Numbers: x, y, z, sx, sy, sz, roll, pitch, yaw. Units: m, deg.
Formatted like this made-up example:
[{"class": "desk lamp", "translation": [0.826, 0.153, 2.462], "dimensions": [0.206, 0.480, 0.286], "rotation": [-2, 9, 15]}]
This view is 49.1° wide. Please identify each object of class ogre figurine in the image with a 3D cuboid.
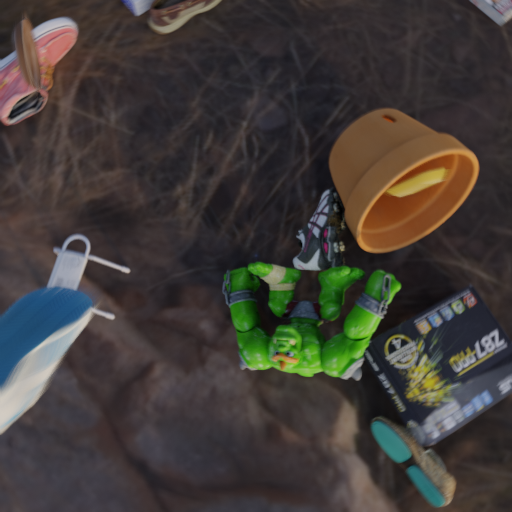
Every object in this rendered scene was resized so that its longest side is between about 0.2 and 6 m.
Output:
[{"class": "ogre figurine", "translation": [0.841, 1.152, 9.892], "dimensions": [3.175, 1.558, 1.904], "rotation": [4, 79, 7]}]

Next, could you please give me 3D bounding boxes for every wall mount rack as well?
[{"class": "wall mount rack", "translation": [-3.298, 0.501, 10.648], "dimensions": [1.436, 0.616, 1.652], "rotation": [12, 73, 7]}]

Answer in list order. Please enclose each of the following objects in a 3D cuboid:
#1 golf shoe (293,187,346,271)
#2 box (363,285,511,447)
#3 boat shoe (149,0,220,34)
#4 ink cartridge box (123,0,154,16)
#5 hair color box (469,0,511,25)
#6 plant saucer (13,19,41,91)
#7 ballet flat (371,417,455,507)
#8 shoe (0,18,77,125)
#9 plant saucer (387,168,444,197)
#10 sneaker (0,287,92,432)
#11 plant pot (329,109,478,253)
[{"class": "golf shoe", "translation": [1.206, -0.556, 10.646], "dimensions": [0.906, 0.794, 2.056], "rotation": [-12, 38, 24]}, {"class": "box", "translation": [3.384, 1.903, 9.990], "dimensions": [2.456, 0.603, 1.980], "rotation": [-24, 75, -19]}, {"class": "boat shoe", "translation": [-1.470, -5.927, 12.470], "dimensions": [2.311, 0.832, 0.834], "rotation": [-40, 77, -11]}, {"class": "ink cartridge box", "translation": [-2.218, -6.451, 12.837], "dimensions": [2.019, 0.446, 0.949], "rotation": [-37, 78, -11]}, {"class": "hair color box", "translation": [5.368, -5.743, 12.701], "dimensions": [0.473, 0.290, 0.955], "rotation": [-40, 76, -11]}, {"class": "plant saucer", "translation": [-3.812, -3.325, 9.317], "dimensions": [0.193, 1.123, 1.123], "rotation": [-6, 73, -8]}, {"class": "ballet flat", "translation": [2.757, 3.479, 9.787], "dimensions": [0.589, 0.636, 1.805], "rotation": [-29, 76, -37]}, {"class": "shoe", "translation": [-4.610, -3.872, 11.857], "dimensions": [2.486, 0.888, 1.131], "rotation": [-40, 78, -6]}, {"class": "plant saucer", "translation": [2.754, -1.223, 9.555], "dimensions": [0.791, 0.791, 0.192], "rotation": [-17, 84, -48]}, {"class": "sneaker", "translation": [-2.672, 1.153, 6.516], "dimensions": [0.782, 0.825, 2.044], "rotation": [24, 42, 10]}, {"class": "plant pot", "translation": [2.523, -1.516, 10.445], "dimensions": [2.512, 2.512, 1.759], "rotation": [-25, 57, -8]}]
